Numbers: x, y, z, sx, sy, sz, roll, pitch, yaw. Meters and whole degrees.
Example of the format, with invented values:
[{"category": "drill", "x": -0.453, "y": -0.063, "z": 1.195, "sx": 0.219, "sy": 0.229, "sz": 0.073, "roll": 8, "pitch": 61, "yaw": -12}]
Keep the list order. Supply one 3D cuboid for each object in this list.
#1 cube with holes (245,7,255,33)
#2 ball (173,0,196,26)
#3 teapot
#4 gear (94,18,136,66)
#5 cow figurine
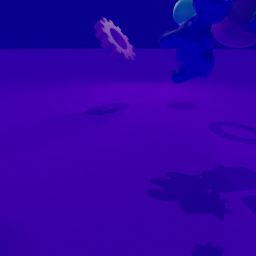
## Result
[{"category": "cube with holes", "x": 2.942, "y": -1.982, "z": 4.259, "sx": 1.292, "sy": 1.292, "sz": 1.292, "roll": 32, "pitch": -8, "yaw": -5}, {"category": "ball", "x": 2.362, "y": -4.537, "z": 11.033, "sx": 1.147, "sy": 1.147, "sz": 1.147, "roll": 0, "pitch": 17, "yaw": 0}, {"category": "teapot", "x": 2.156, "y": -2.039, "z": 5.444, "sx": 1.831, "sy": 1.138, "sz": 0.897, "roll": 33, "pitch": -11, "yaw": -7}, {"category": "gear", "x": -0.459, "y": -3.185, "z": 10.374, "sx": 0.342, "sy": 1.849, "sz": 1.849, "roll": -33, "pitch": 2, "yaw": 27}, {"category": "cow figurine", "x": 1.291, "y": -1.589, "z": 4.861, "sx": 1.441, "sy": 1.464, "sz": 0.804, "roll": -17, "pitch": 15, "yaw": 17}]
